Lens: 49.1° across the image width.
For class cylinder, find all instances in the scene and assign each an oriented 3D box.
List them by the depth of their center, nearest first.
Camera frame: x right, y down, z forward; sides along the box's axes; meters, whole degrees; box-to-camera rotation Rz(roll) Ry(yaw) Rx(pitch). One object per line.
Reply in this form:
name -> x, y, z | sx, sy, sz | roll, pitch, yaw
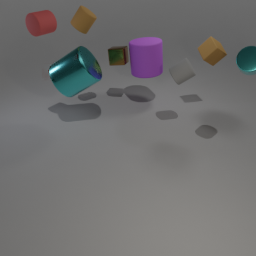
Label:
cylinder -> 3.426, -1.872, 7.839 | 0.700, 0.700, 0.700 | 17, 9, 25
cylinder -> -2.750, -3.328, 8.890 | 0.700, 0.700, 0.700 | 20, 37, 28
cylinder -> 1.922, -1.993, 9.883 | 0.700, 0.700, 0.700 | -29, 24, 23
cylinder -> -1.596, -3.880, 10.055 | 0.700, 0.700, 0.700 | 33, 25, -18
cylinder -> -1.902, -2.044, 10.273 | 1.400, 1.400, 1.400 | -26, 25, 21
cylinder -> 0.782, -3.027, 12.008 | 1.400, 1.400, 1.400 | -4, 30, 2

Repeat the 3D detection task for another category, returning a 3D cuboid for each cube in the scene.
cube -> 3.311, -3.016, 11.034 | 0.700, 0.700, 0.700 | 15, 48, -39
cube -> -0.407, -3.116, 12.068 | 0.700, 0.700, 0.700 | 1, 25, 15
